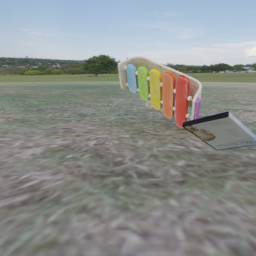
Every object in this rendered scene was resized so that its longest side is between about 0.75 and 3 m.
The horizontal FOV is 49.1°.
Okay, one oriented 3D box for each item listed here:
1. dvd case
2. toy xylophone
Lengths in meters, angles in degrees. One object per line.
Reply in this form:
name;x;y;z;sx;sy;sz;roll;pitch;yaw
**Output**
dvd case;1.649;0.097;4.924;0.865;0.106;1.212;-15;-34;43
toy xylophone;0.983;-0.944;8.053;2.829;2.071;0.711;27;56;37
